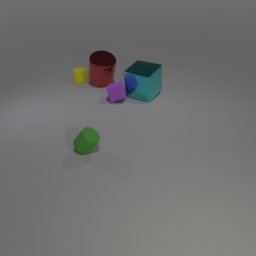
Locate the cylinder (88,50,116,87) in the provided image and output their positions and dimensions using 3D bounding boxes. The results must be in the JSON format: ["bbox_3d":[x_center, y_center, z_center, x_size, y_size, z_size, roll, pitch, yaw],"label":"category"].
[{"bbox_3d":[-1.395,-3.155,14.959,1.400,1.400,1.400,6,53,-7],"label":"cylinder"}]

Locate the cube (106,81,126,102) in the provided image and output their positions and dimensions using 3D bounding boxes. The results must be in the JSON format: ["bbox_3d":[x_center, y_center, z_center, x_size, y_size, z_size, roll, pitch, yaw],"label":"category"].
[{"bbox_3d":[-0.549,-1.757,13.399,0.700,0.700,0.700,-14,24,14],"label":"cube"}]

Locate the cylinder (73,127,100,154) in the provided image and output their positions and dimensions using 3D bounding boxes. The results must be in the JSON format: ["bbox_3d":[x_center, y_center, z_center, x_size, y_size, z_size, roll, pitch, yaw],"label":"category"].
[{"bbox_3d":[-1.439,0.437,9.747,0.700,0.700,0.700,29,35,-23],"label":"cylinder"}]

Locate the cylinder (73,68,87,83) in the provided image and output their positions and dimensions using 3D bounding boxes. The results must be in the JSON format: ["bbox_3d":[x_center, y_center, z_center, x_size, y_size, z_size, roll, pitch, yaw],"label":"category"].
[{"bbox_3d":[-2.701,-2.946,15.712,0.700,0.700,0.700,0,29,0],"label":"cylinder"}]

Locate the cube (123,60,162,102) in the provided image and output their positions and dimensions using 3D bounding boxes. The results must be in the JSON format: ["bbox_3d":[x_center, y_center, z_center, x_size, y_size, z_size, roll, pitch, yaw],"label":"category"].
[{"bbox_3d":[0.760,-2.327,13.795,1.400,1.400,1.400,17,43,26],"label":"cube"}]
